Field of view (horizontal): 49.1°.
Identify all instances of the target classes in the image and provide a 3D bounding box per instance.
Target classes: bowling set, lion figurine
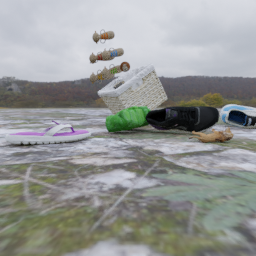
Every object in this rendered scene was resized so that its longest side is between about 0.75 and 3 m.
[{"bbox_3d":[-0.949,-3.352,13.912,1.484,2.765,1.924,-21,36,-30],"label":"bowling set"},{"bbox_3d":[2.255,0.242,7.589,1.077,0.390,0.660,-15,15,-7],"label":"lion figurine"}]

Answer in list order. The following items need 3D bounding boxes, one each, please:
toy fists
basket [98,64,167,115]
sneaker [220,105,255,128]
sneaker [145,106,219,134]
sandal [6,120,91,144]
[{"bbox_3d":[0.188,-0.360,10.224,1.189,0.802,2.332,-10,0,26],"label":"toy fists"},{"bbox_3d":[0.258,-1.714,14.379,2.515,2.041,2.538,-38,18,-18],"label":"basket"},{"bbox_3d":[5.195,-0.354,11.321,2.831,1.017,1.026,5,33,13],"label":"sneaker"},{"bbox_3d":[1.753,-0.306,9.373,2.428,0.919,1.063,-7,-16,30],"label":"sneaker"},{"bbox_3d":[-2.032,0.091,7.575,2.357,0.579,0.959,-4,7,-39],"label":"sandal"}]
